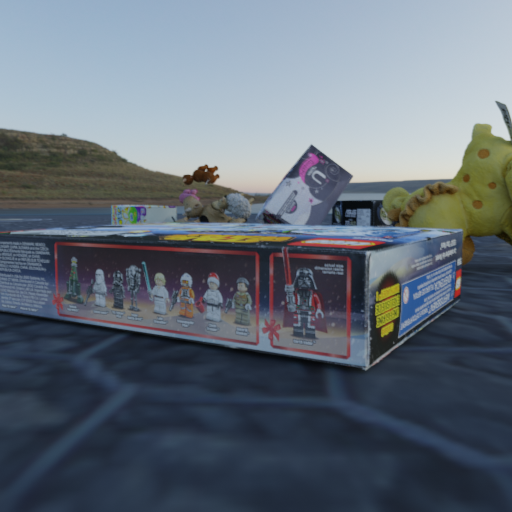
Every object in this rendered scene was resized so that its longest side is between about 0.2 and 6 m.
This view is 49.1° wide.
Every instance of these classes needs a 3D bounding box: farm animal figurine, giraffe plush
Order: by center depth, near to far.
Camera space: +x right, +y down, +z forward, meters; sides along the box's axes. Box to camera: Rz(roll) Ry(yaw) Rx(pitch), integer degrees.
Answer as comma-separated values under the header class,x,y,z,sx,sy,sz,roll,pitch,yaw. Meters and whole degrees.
class,x,y,z,sx,sy,sz,roll,pitch,yaw
giraffe plush,2.895,-0.554,7.595,1.921,2.369,2.044,-33,16,9
farm animal figurine,-1.104,-0.848,11.957,1.915,1.937,1.010,37,48,16

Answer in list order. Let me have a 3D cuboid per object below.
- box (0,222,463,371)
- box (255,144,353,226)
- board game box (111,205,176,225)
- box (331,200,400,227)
class,x,y,z,sx,sy,sz,roll,pitch,yaw
box,-0.288,0.106,4.850,3.548,0.708,2.429,3,6,32
box,0.807,-0.993,9.552,0.956,1.447,0.830,37,-16,-3
board game box,-2.723,-0.783,13.474,0.877,0.862,1.673,-5,7,-41
box,3.394,-1.021,15.244,1.886,0.992,2.303,-1,5,-18
